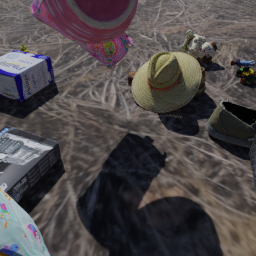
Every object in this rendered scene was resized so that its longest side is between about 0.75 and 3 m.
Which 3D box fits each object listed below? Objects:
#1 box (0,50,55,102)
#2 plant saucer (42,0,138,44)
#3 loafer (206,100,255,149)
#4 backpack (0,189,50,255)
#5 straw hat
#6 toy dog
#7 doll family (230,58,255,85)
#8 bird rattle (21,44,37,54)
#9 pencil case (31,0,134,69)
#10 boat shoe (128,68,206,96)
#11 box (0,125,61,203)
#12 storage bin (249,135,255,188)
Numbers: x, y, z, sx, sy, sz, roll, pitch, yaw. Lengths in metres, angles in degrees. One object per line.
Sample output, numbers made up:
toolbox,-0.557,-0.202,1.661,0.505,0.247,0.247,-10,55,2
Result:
box,-3.369,-1.652,8.587,1.465,0.836,1.593,15,39,21
plant saucer,-0.588,-2.616,5.197,2.019,2.019,0.512,-21,23,-27
loafer,3.082,0.028,6.219,2.604,0.907,0.979,15,39,19
backpack,-1.919,1.672,3.280,2.302,1.746,2.759,-26,40,-26
straw hat,0.955,-1.544,7.603,2.109,0.893,2.109,-7,62,14
toy dog,2.705,-2.918,10.461,1.227,0.883,1.266,21,18,-39
doll family,3.870,-1.897,9.251,0.780,0.530,1.350,-2,31,4
bird rattle,-3.688,-2.670,10.316,0.794,0.549,0.974,1,36,-26
pencil case,-0.961,-2.282,6.257,2.323,1.016,1.016,28,18,-38
boat shoe,1.181,-1.581,8.455,2.358,0.871,0.892,5,36,7
box,-2.476,0.769,5.580,1.447,0.456,1.835,16,39,20
storage bin,3.557,0.548,4.933,2.342,1.583,1.098,7,37,9
